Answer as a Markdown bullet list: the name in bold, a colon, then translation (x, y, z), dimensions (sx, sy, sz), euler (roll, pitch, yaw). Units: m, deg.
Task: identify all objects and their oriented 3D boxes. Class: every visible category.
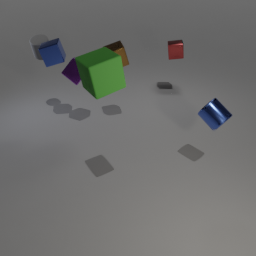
- **cylinder**: translation (-3.320, -3.087, 10.714), dimensions (0.700, 0.700, 0.700), euler (-1, 52, 1)
- **cube**: translation (-0.435, -2.605, 10.087), dimensions (0.700, 0.700, 0.700), euler (-20, 40, 0)
- **cube**: translation (2.245, -3.697, 13.215), dimensions (0.700, 0.700, 0.700), euler (-3, 32, 9)
- **cylinder**: translation (2.505, -0.386, 8.081), dimensions (0.700, 0.700, 0.700), euler (-30, 74, -39)
- **cube**: translation (-2.713, -2.721, 10.093), dimensions (0.700, 0.700, 0.700), euler (-16, 34, 4)
- **cube**: translation (-0.546, -1.119, 5.648), dimensions (0.700, 0.700, 0.700), euler (-26, 40, -19)
- **cube**: translation (-1.901, -2.091, 10.240), dimensions (0.700, 0.700, 0.700), euler (38, 12, -14)
